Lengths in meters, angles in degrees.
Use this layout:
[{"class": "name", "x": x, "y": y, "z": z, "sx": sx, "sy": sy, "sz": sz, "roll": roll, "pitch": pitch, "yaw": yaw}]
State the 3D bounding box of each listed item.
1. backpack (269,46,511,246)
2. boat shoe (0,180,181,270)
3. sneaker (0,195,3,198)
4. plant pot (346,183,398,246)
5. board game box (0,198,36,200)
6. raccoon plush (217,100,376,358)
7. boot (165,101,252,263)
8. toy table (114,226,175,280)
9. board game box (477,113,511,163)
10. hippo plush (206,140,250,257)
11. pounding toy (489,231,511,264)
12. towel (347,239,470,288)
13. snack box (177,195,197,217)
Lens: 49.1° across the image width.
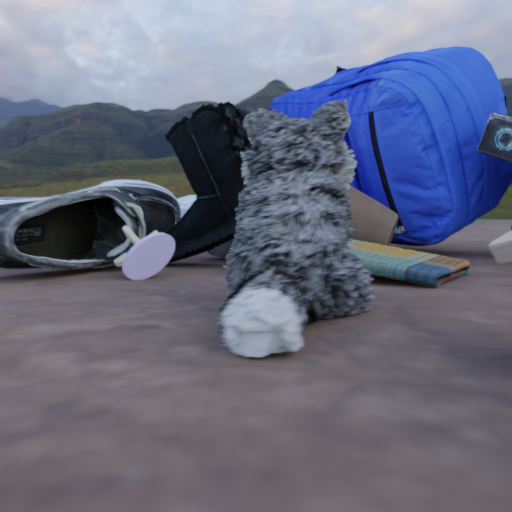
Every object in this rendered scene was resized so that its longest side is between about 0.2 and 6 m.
[{"class": "backpack", "x": 2.259, "y": -1.688, "z": 10.455, "sx": 3.592, "sy": 3.478, "sz": 4.281, "roll": -35, "pitch": 23, "yaw": -28}, {"class": "boat shoe", "x": -1.958, "y": -0.285, "z": 7.105, "sx": 1.163, "sy": 1.183, "sz": 3.281, "roll": 10, "pitch": 17, "yaw": 34}, {"class": "sneaker", "x": -6.619, "y": -0.902, "z": 12.133, "sx": 2.443, "sy": 1.366, "sz": 0.892, "roll": -4, "pitch": 6, "yaw": -42}, {"class": "plant pot", "x": 1.474, "y": -0.430, "z": 8.500, "sx": 1.165, "sy": 1.336, "sz": 1.336, "roll": 21, "pitch": 11, "yaw": 15}, {"class": "board game box", "x": -4.513, "y": -0.499, "z": 9.643, "sx": 4.359, "sy": 0.976, "sz": 2.931, "roll": 0, "pitch": 5, "yaw": -1}, {"class": "raccoon plush", "x": 0.346, "y": -0.394, "z": 4.030, "sx": 1.220, "sy": 1.689, "sz": 2.521, "roll": 0, "pitch": 5, "yaw": -3}, {"class": "boot", "x": -0.771, "y": -0.962, "z": 7.586, "sx": 2.070, "sy": 1.696, "sz": 0.766, "roll": -24, "pitch": -3, "yaw": 27}, {"class": "toy table", "x": -1.298, "y": -0.041, "z": 6.403, "sx": 0.676, "sy": 0.622, "sz": 0.396, "roll": -29, "pitch": 31, "yaw": -29}, {"class": "board game box", "x": 5.820, "y": -0.943, "z": 7.621, "sx": 3.087, "sy": 0.643, "sz": 4.565, "roll": -4, "pitch": 28, "yaw": -42}, {"class": "hippo plush", "x": 0.005, "y": -0.562, "z": 8.782, "sx": 1.795, "sy": 2.233, "sz": 1.779, "roll": -27, "pitch": -40, "yaw": 37}, {"class": "pounding toy", "x": 1.988, "y": 0.324, "z": 2.076, "sx": 1.379, "sy": 1.384, "sz": 2.412, "roll": -29, "pitch": 1, "yaw": -11}, {"class": "towel", "x": 1.221, "y": 0.014, "z": 6.726, "sx": 2.298, "sy": 0.249, "sz": 1.686, "roll": 12, "pitch": 11, "yaw": 31}, {"class": "snack box", "x": -0.908, "y": -0.846, "z": 12.753, "sx": 2.556, "sy": 0.865, "sz": 2.156, "roll": 2, "pitch": 14, "yaw": 21}]
